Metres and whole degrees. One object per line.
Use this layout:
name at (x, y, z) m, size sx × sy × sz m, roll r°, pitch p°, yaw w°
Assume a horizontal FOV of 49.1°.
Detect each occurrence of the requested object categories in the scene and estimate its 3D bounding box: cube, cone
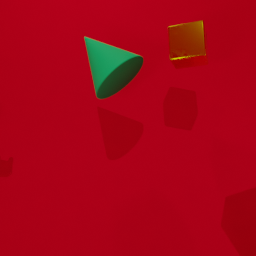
cube at (1.403, -1.893, 6.483) m, size 0.794 × 0.794 × 0.794 m, roll -4°, pitch 85°, yaw 19°
cone at (-0.573, -1.572, 6.241) m, size 1.316 × 1.316 × 1.321 m, roll -38°, pitch 79°, yaw -9°
